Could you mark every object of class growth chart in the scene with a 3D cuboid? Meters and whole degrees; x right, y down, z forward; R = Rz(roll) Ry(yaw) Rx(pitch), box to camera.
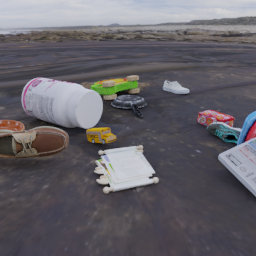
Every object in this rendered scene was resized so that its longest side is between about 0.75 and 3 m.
[{"bbox_3d":[-0.130,1.042,7.778,1.648,0.202,2.277,-5,22,-10],"label":"growth chart"}]

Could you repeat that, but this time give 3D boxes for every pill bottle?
[{"bbox_3d":[-2.530,-0.951,10.772,2.958,1.677,1.677,15,26,33],"label":"pill bottle"}]

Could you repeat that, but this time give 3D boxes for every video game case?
[{"bbox_3d":[3.702,0.820,7.103,2.226,0.201,1.594,-22,44,-15],"label":"video game case"}]

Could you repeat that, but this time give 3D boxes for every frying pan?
[{"bbox_3d":[-0.022,-1.080,12.904,1.685,0.453,2.785,2,19,7],"label":"frying pan"}]

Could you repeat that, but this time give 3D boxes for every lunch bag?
[{"bbox_3d":[3.453,-0.331,10.889,1.086,0.505,1.233,-10,24,-35],"label":"lunch bag"}]

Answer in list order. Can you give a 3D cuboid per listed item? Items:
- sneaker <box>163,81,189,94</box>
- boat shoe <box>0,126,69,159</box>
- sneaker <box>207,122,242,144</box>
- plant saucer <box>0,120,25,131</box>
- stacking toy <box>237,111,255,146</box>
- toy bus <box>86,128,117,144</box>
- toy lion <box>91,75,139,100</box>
[{"bbox_3d":[2.640,-2.282,15.576,1.684,0.596,0.615,19,28,39],"label":"sneaker"},{"bbox_3d":[-2.879,0.485,7.805,2.438,0.923,0.875,-5,11,4],"label":"boat shoe"},{"bbox_3d":[3.300,0.183,9.557,1.369,0.531,0.625,14,29,35],"label":"sneaker"},{"bbox_3d":[-4.674,0.216,9.677,2.103,0.339,2.103,0,21,0],"label":"plant saucer"},{"bbox_3d":[4.513,0.479,8.222,1.297,1.227,2.235,-25,42,-34],"label":"stacking toy"},{"bbox_3d":[-0.883,0.249,9.152,0.398,0.479,1.223,-15,7,-36],"label":"toy bus"},{"bbox_3d":[-0.924,-2.336,15.547,2.694,0.965,2.811,11,23,43],"label":"toy lion"}]
